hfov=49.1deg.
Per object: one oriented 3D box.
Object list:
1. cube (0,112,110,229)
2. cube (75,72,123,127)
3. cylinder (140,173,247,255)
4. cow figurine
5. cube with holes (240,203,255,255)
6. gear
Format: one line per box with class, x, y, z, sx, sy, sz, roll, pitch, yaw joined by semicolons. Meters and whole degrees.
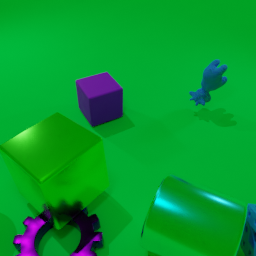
cube;-1.344;0.762;5.389;1.357;1.357;1.357;28;49;33
cube;-0.779;-0.806;7.704;0.971;0.971;0.971;-20;47;-22
cylinder;1.109;1.664;4.812;1.396;1.396;1.396;20;47;19
cow figurine;2.141;-1.169;7.551;1.095;1.112;0.611;-39;59;-5
cube with holes;2.506;1.891;4.675;0.852;0.852;0.852;6;11;3
gear;-1.262;2.086;5.152;1.584;0.293;1.584;-1;42;1
